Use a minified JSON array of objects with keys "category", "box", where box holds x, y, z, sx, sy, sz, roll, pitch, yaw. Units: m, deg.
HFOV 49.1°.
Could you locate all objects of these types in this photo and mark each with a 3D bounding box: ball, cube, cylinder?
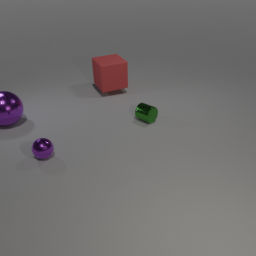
[{"category":"ball","box":[-4.887,-0.770,11.116,1.400,1.400,1.400,0,29,0]},{"category":"ball","box":[-2.798,0.671,9.196,0.700,0.700,0.700,0,29,0]},{"category":"cube","box":[-0.909,-2.793,14.158,1.400,1.400,1.400,-14,35,-19]},{"category":"cylinder","box":[0.763,-0.625,11.579,0.700,0.700,0.700,25,37,37]}]
